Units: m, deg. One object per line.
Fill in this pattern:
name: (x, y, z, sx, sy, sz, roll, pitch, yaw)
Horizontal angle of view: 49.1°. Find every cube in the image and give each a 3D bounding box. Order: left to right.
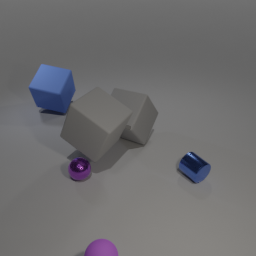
cube: (-3.278, -1.721, 12.342, 1.400, 1.400, 1.400, 13, 59, 6)
cube: (-0.955, -0.123, 8.474, 1.400, 1.400, 1.400, 36, 41, 8)
cube: (0.061, -0.417, 10.154, 1.400, 1.400, 1.400, 16, 73, 29)

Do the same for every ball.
ball: (-1.479, 1.246, 8.561, 0.700, 0.700, 0.700, 0, 29, 0)
ball: (-0.543, 2.629, 5.700, 0.700, 0.700, 0.700, 0, 29, 0)

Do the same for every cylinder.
cylinder: (2.041, 1.197, 8.573, 0.700, 0.700, 0.700, -19, 41, -31)
